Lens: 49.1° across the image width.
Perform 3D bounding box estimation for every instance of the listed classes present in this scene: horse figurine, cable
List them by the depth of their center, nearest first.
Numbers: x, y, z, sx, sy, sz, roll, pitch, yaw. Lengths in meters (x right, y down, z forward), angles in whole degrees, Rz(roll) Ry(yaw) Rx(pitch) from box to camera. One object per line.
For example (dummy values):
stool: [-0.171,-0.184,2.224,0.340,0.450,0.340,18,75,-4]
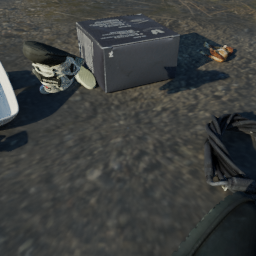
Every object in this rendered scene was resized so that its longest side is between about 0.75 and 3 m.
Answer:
cable: [2.861,0.495,6.286,2.289,0.713,2.806,8,37,10]
horse figurine: [3.535,-3.005,11.077,1.205,0.454,1.819,26,33,6]

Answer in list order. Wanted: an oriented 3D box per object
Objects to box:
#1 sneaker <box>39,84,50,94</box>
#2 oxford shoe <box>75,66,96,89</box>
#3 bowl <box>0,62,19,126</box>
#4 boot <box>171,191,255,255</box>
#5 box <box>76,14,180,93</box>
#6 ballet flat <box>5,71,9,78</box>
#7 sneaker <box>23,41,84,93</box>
sneaker: [-2.648,-1.381,9.102,0.459,0.331,0.879,21,36,21]
oxford shoe: [-1.598,-1.770,9.587,0.555,0.426,1.476,-27,60,-35]
bowl: [-4.273,-0.846,7.189,2.320,0.866,2.316,-15,71,-41]
boot: [1.558,2.416,3.309,2.988,1.141,2.510,-33,44,-27]
box: [-0.091,-2.745,9.835,2.694,1.608,2.739,-16,40,-20]
ballet flat: [-4.718,-1.865,9.697,1.334,0.450,0.416,5,9,3]
sneaker: [-1.439,-1.115,5.516,0.768,0.918,2.073,23,8,7]
